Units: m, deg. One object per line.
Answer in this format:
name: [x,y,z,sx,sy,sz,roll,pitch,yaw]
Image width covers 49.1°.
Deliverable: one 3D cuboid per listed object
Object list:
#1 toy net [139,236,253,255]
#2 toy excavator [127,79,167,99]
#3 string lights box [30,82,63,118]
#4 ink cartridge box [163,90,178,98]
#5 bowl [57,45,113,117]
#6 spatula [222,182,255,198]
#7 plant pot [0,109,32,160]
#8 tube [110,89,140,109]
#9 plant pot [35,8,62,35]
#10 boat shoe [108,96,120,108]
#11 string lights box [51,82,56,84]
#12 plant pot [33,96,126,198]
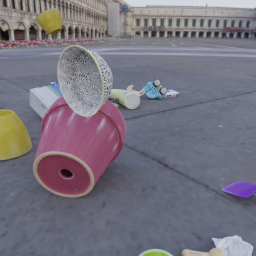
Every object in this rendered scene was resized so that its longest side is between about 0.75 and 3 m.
toy net: [1.207,2.072,4.129,2.174,0.420,1.141,-11,23,-27]
toy excavator: [0.960,-1.885,14.206,1.602,1.558,0.800,-41,6,2]
string lights box: [-2.403,-1.256,11.520,2.788,0.822,1.432,-25,55,-39]
ink cartridge box: [2.176,-1.853,15.076,0.877,0.190,0.869,-10,23,-20]
bowl: [-0.672,-0.889,5.091,1.257,1.257,0.590,17,30,38]
spatula: [2.934,1.605,5.644,0.639,0.233,2.263,-18,27,-24]
plant pot: [-3.766,0.105,8.335,1.636,1.161,1.636,0,18,0]
tube: [-0.282,-1.549,13.685,0.753,0.842,2.902,-43,27,-5]
plant pot: [-2.663,-3.641,9.748,0.885,0.629,0.885,-25,7,3]
boat shoe: [-1.155,-1.294,12.797,1.739,0.554,0.615,15,-5,25]
string lights box: [-3.374,-1.710,13.923,1.239,0.711,2.412,-2,20,-5]
plant pot: [-1.202,0.465,6.523,2.083,2.083,1.864,3,36,9]
